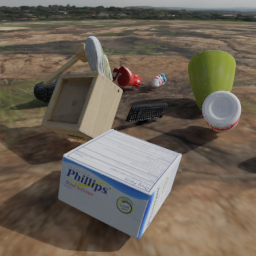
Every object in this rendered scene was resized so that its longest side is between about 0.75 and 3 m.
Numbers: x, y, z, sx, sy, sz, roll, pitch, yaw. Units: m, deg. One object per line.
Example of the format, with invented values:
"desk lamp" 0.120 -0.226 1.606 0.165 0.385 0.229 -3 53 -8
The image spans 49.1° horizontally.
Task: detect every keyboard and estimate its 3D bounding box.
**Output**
"keyboard" 0.539 -0.372 8.200 1.315 0.790 0.169 -7 48 -33

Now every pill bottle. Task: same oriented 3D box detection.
"pill bottle" 2.459 -0.364 7.350 0.893 0.893 1.590 10 -4 20

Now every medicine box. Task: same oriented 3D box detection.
"medicine box" -0.085 0.839 4.971 1.546 0.874 1.698 20 23 20

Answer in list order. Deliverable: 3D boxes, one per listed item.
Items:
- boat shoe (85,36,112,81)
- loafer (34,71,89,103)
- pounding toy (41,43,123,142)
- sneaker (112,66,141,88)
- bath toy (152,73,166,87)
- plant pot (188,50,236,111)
"boat shoe" -0.745 -1.714 7.263 0.508 1.411 0.438 26 50 36
"loafer" -2.165 -1.548 10.219 2.713 0.921 0.952 -16 50 -36
"pounding toy" -1.225 -0.929 7.344 2.094 2.383 1.090 6 -18 39
"sneaker" 0.149 -1.938 10.859 1.131 0.767 1.958 8 17 -22
"bath toy" 1.232 -1.954 11.378 0.461 0.392 1.060 21 27 18
"plant pot" 2.757 -1.374 9.242 1.582 1.582 1.690 4 62 8
